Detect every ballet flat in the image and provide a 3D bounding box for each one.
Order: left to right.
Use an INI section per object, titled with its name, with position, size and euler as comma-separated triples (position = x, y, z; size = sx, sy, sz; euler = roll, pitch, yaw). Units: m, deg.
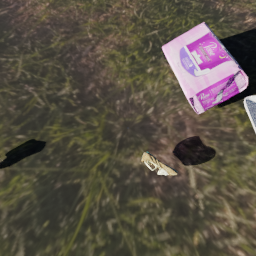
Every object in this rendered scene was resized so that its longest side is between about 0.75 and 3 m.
[ballet flat]
position = 0.687, 0.883, 6.332
size = 0.884, 0.312, 0.289
euler = 31, 74, 16

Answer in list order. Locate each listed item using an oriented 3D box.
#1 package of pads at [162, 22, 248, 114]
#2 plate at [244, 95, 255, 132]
[package of pads]
position = 1.992, -1.698, 7.581
size = 1.468, 0.922, 2.437
euler = -29, 47, 15
[plate]
position = 4.392, 0.473, 6.512
size = 2.900, 0.470, 2.906
euler = -5, 63, -4
